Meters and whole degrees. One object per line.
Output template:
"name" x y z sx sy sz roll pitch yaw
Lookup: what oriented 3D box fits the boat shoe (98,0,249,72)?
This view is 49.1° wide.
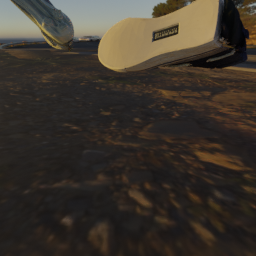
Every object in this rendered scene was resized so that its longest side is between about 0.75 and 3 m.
"boat shoe" 0.819 -1.494 5.381 2.927 1.093 1.357 6 -5 43

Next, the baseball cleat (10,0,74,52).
"baseball cleat" -2.697 -3.405 8.240 1.031 2.957 1.574 -37 -8 -15
